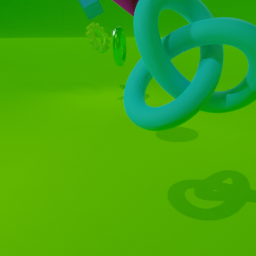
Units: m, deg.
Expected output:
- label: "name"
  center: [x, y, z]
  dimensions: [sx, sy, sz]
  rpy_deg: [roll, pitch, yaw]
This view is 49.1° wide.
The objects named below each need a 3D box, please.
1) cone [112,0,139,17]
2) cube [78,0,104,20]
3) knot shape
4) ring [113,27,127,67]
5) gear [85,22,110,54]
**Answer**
- label: "cone"
  center: [0.007, -2.795, 5.910]
  dimensions: [1.186, 1.190, 1.186]
  rpy_deg: [-20, 37, 16]
- label: "cube"
  center: [-1.633, -5.371, 12.243]
  dimensions: [0.746, 0.746, 0.746]
  rpy_deg: [-30, 66, -1]
- label: "knot shape"
  center: [0.739, -0.996, 3.688]
  dimensions: [1.967, 1.840, 0.909]
  rpy_deg: [-16, -2, 10]
- label: "ring"
  center: [-0.318, -3.194, 11.065]
  dimensions: [0.302, 1.509, 1.509]
  rpy_deg: [2, 20, 10]
- label: "gear"
  center: [-1.165, -3.506, 10.928]
  dimensions: [0.216, 1.170, 1.170]
  rpy_deg: [-15, 9, 34]
